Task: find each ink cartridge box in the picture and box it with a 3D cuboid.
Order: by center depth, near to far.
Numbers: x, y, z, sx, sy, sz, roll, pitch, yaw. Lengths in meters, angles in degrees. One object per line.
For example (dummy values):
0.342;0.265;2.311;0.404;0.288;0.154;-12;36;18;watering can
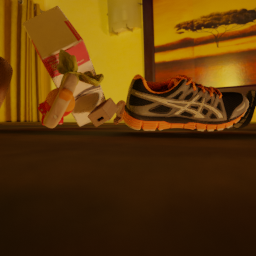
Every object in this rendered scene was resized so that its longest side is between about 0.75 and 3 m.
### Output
-1.835;-1.819;8.789;1.270;2.181;2.995;-29;-36;-6;ink cartridge box

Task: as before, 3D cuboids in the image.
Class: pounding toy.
-0.732;-0.398;8.411;0.835;0.594;0.769;-27;19;33;pounding toy

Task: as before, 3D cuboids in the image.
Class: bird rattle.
-1.699;-0.745;6.849;1.213;2.152;1.755;36;28;-20;bird rattle

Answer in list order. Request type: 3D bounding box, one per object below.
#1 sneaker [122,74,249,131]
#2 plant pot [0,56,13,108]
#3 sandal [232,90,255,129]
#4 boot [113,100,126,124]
0.963;-0.448;4.449;2.093;0.808;0.819;-4;25;-11;sneaker
-4.195;-1.289;8.201;1.638;1.758;1.638;15;-36;11;plant pot
2.624;-0.397;6.259;0.374;0.942;0.269;28;2;-1;sandal
-0.153;-0.614;8.905;0.345;0.981;0.702;30;41;11;boot
